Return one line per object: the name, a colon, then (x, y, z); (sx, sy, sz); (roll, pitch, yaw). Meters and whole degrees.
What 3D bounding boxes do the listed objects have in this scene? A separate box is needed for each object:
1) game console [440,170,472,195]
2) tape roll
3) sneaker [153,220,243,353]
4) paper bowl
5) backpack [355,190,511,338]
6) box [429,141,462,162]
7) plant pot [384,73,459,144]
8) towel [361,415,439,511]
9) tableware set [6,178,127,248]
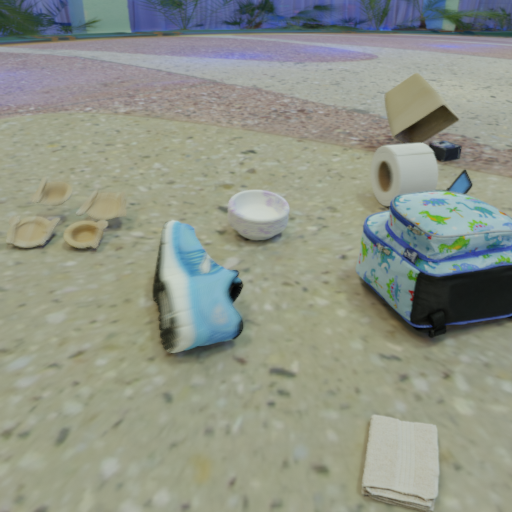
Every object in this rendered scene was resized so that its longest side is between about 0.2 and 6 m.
game console: (4.741, -1.671, 13.999); (1.025, 0.710, 1.201); (3, 28, 10)
tape roll: (3.612, -2.000, 13.801); (1.028, 1.497, 1.497); (-7, 29, -14)
sneaker: (-1.008, 0.515, 9.822); (1.437, 1.253, 3.196); (4, 34, -18)
paper bowl: (0.034, -0.852, 12.418); (1.345, 0.700, 1.345); (4, 36, -3)
backpack: (3.152, -0.105, 9.884); (2.387, 1.917, 2.609); (-8, 25, -21)
box: (5.780, -3.213, 17.181); (0.696, 0.432, 0.701); (-15, 32, -24)
plant pot: (4.917, -4.528, 17.175); (1.710, 1.514, 1.708); (-30, -20, 29)
towel: (1.774, 2.478, 6.864); (0.872, 0.227, 1.315); (8, 29, 12)
tableware set: (-4.173, -0.895, 12.450); (2.484, 0.288, 2.075); (7, 46, 4)
